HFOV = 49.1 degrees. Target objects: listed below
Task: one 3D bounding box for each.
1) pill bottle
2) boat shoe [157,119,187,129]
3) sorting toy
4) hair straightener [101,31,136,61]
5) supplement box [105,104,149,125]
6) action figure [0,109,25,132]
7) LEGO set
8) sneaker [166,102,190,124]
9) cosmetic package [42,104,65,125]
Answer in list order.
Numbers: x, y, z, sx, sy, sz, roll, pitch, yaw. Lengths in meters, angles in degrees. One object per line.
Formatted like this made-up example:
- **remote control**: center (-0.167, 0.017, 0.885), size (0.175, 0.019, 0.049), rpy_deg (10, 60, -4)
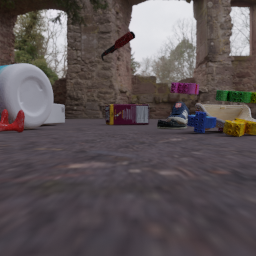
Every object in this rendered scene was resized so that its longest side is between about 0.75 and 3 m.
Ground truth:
- **pill bottle**: center (-3.281, -0.712, 6.833), size (2.683, 1.486, 1.486), rpy_deg (0, 2, 28)
- **boat shoe**: center (1.067, -0.106, 6.883), size (0.779, 0.258, 0.291), rpy_deg (2, 3, 39)
- **sorting toy**: center (1.970, -0.153, 5.463), size (1.064, 0.569, 0.958), rpy_deg (1, 10, -9)
- **hair straightener**: center (-0.322, -2.585, 8.906), size (1.443, 0.295, 0.555), rpy_deg (-32, 9, 35)
- **supplement box**: center (-0.046, -0.511, 10.669), size (1.514, 0.781, 0.991), rpy_deg (-1, 2, -14)
- **action figure**: center (-2.902, -0.441, 4.335), size (0.812, 1.231, 2.488), rpy_deg (1, 5, 34)
- **LEGO set**: center (1.601, -0.267, 4.546), size (2.213, 0.844, 0.908), rpy_deg (9, 10, 32)
- **sneaker**: center (2.172, -0.665, 12.200), size (0.866, 0.976, 2.311), rpy_deg (1, 3, 18)
- **cosmetic package**: center (-3.193, -0.457, 9.410), size (1.234, 0.757, 2.990), rpy_deg (0, 2, 7)
